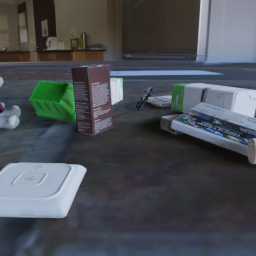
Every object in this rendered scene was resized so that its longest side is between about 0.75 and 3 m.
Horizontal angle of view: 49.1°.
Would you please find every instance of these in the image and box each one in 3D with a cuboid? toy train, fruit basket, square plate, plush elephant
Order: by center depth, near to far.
[{"bbox_3d":[-2.074,1.181,5.929,2.054,0.292,2.034,1,18,3],"label":"square plate"},{"bbox_3d":[-5.365,-1.106,10.431,2.578,1.996,2.123,-3,17,-10],"label":"plush elephant"},{"bbox_3d":[-2.689,-1.032,11.821,2.290,1.652,2.290,19,-21,8],"label":"fruit basket"},{"bbox_3d":[0.767,-1.377,12.943,0.357,0.266,1.557,20,52,17],"label":"toy train"}]

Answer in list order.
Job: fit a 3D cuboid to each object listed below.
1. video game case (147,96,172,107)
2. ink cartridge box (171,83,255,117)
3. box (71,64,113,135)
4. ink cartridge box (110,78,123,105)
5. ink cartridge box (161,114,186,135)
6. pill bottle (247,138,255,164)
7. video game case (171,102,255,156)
[{"bbox_3d":[1.989,-1.396,14.439,1.574,0.205,1.729,-7,18,-23],"label":"video game case"},{"bbox_3d":[3.586,-1.147,11.745,2.098,1.211,2.872,-9,19,-41],"label":"ink cartridge box"},{"bbox_3d":[-1.195,-0.999,9.606,0.850,2.270,1.136,10,19,32],"label":"box"},{"bbox_3d":[-0.866,-1.891,14.388,0.680,1.178,1.619,6,18,19],"label":"ink cartridge box"},{"bbox_3d":[2.216,-0.188,10.095,1.850,0.466,1.008,-7,18,-25],"label":"ink cartridge box"},{"bbox_3d":[3.812,0.594,6.851,1.539,0.862,0.862,2,17,5],"label":"pill bottle"},{"bbox_3d":[3.103,-0.044,8.915,2.708,0.316,2.462,22,30,29],"label":"video game case"}]
